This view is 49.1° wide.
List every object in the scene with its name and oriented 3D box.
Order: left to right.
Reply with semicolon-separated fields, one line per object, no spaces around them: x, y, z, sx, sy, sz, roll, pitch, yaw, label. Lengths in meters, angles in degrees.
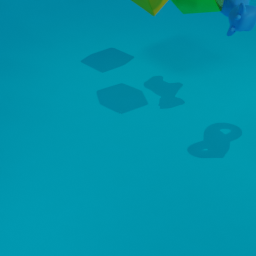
0.653;-4.417;8.533;1.151;1.151;1.151;43;94;20;cube
1.579;-3.265;6.283;0.987;0.987;0.987;11;1;34;cube
2.557;-3.027;6.959;1.543;0.847;1.518;35;55;18;cow figurine
